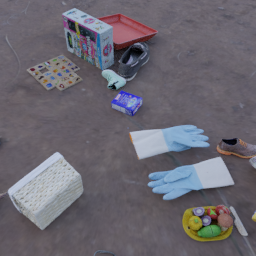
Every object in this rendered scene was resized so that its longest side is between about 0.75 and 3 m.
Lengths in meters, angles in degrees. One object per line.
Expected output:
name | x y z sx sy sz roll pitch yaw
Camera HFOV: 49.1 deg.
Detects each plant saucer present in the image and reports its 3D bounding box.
plant saucer | -0.482 -4.873 14.177 2.914 0.536 2.920 36 47 29

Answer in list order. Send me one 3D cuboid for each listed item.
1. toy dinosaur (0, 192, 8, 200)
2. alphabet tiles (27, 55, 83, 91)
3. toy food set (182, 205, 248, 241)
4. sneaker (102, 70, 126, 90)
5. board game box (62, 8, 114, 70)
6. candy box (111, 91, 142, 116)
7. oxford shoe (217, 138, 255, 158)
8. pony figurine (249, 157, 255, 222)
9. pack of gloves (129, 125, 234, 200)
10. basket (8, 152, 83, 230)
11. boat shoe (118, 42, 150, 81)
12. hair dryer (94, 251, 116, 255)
toy dinosaur | -4.443 2.261 7.625 2.168 0.930 1.469 2 55 -18
alphabet tiles | -3.117 -2.440 12.471 1.896 0.086 2.269 -32 55 -27
toy food set | 2.335 2.465 7.588 1.661 0.543 0.978 -5 46 -3
sneaker | -0.767 -2.031 11.817 1.216 0.447 0.717 29 50 22
board game box | -1.792 -4.031 12.724 2.526 1.864 0.812 33 55 27
candy box | -0.044 -0.970 10.905 0.961 0.370 0.813 24 53 19
oxford shoe | 3.737 0.632 9.280 1.449 0.528 0.517 3 43 5
pony figurine | 4.213 1.551 7.517 2.077 2.408 2.494 24 70 24
pack of gloves | 1.607 1.058 8.876 2.777 0.548 2.333 -7 59 -20
basket | -2.192 1.765 7.834 1.072 1.178 1.737 32 55 24
boat shoe | 0.335 -3.273 12.711 0.989 0.843 2.957 15 49 13
hair dryer | -0.263 3.767 6.416 1.941 0.527 1.478 25 51 20
